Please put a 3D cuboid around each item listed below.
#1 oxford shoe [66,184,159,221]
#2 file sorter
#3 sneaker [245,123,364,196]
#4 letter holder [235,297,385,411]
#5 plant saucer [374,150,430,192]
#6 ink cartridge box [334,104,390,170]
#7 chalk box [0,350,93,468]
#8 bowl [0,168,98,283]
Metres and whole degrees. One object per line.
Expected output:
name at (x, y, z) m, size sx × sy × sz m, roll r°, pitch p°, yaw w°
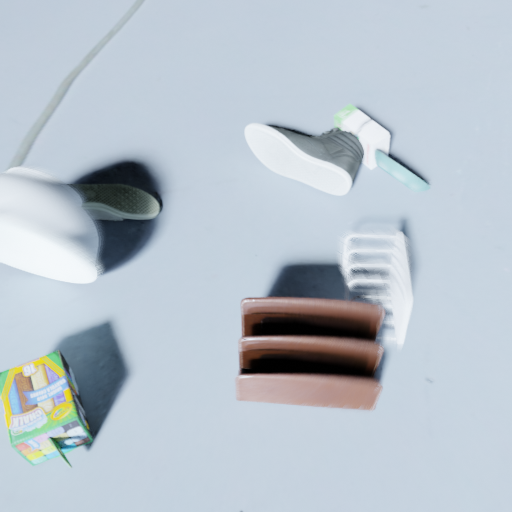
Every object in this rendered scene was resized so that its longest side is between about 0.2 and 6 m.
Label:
oxford shoe at (-3.222, -1.076, 11.978) m, size 2.259 × 0.652 × 0.849 m, roll 3°, pitch 52°, yaw -16°
file sorter at (2.150, 0.554, 10.189) m, size 1.060 × 1.182 × 1.703 m, roll 1°, pitch 43°, yaw 5°
sneaker at (1.173, -2.482, 12.867) m, size 2.831 × 1.001 × 1.404 m, roll 29°, pitch 53°, yaw 17°
letter holder at (0.876, 1.598, 9.239) m, size 2.362 × 1.679 × 1.188 m, roll 4°, pitch 53°, yaw 2°
plant saucer at (3.119, -1.800, 12.227) m, size 1.472 × 1.472 × 0.265 m, roll 41°, pitch 104°, yaw 27°
ink cartridge box at (2.438, -2.752, 12.991) m, size 0.543 × 0.941 × 1.288 m, roll -36°, pitch 60°, yaw -11°
chalk box at (-3.306, 2.580, 8.891) m, size 1.039 × 1.046 × 1.676 m, roll -20°, pitch 54°, yaw -15°
bowl at (-4.037, -0.664, 10.032) m, size 2.919 × 2.919 × 1.312 m, roll 12°, pitch 69°, yaw 9°
